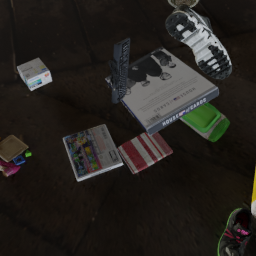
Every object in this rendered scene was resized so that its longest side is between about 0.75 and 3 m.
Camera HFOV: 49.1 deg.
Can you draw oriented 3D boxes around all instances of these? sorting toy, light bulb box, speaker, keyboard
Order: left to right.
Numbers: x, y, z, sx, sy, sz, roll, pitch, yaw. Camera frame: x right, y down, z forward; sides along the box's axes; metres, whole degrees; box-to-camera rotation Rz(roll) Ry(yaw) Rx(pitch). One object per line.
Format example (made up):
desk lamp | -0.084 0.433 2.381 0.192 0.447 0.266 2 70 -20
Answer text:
sorting toy | -3.867 0.687 9.188 1.574 0.214 0.887 32 46 19
light bulb box | -3.649 -2.117 10.981 0.947 0.596 0.956 -30 61 -20
keyboard | -0.132 -1.230 6.555 0.314 1.582 0.824 24 43 23
speaker | 2.280 -0.550 9.627 1.019 1.019 2.305 -37 62 -23

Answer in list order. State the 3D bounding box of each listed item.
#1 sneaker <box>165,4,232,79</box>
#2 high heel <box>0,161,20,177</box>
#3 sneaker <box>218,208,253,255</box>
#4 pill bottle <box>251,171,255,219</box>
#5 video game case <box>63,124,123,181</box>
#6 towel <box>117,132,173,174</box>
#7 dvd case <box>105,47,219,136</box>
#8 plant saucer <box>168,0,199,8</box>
sneaker | 2.284 -2.683 8.495 2.777 0.923 1.256 38 49 -24
high heel | -3.928 1.125 8.876 1.051 0.354 0.504 25 38 27
sneaker | 2.833 2.857 7.342 0.675 0.736 1.758 18 56 12
pill bottle | 4.219 1.839 7.569 1.551 1.551 2.786 17 56 12
video game case | -1.175 0.761 9.186 1.522 0.192 1.671 -19 58 -13
towel | 0.548 0.738 9.219 1.533 0.174 1.105 -27 61 -16
dvd case | 0.836 -1.248 8.283 2.224 0.366 2.959 -30 45 -6
plant saucer | 2.777 -6.427 14.129 1.550 0.389 1.550 -2 61 3
